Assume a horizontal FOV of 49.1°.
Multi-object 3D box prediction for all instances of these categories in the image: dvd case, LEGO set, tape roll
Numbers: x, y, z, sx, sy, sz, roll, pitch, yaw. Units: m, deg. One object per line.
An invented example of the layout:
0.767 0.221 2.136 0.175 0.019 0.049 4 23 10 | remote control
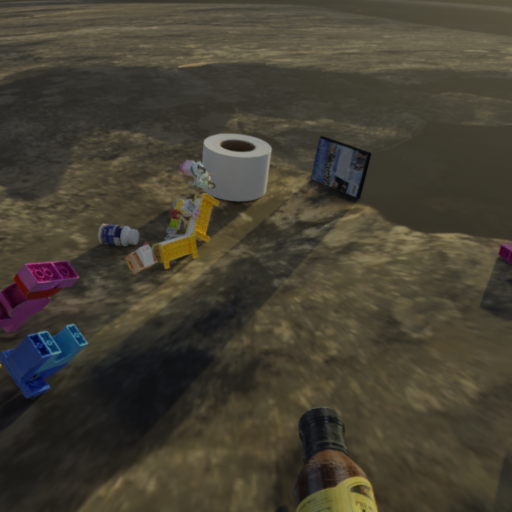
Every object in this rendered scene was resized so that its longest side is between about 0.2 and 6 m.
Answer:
1.734 -1.856 11.614 0.117 0.949 1.331 -10 30 -42 | dvd case
-1.473 -0.460 9.439 0.886 1.095 2.380 3 51 36 | LEGO set
-3.400 1.211 6.074 1.448 1.558 3.797 51 18 11 | LEGO set
-0.419 -1.817 11.426 1.381 0.948 1.381 5 30 -3 | tape roll
5.084 0.069 8.454 1.019 0.947 2.482 -15 35 -22 | LEGO set

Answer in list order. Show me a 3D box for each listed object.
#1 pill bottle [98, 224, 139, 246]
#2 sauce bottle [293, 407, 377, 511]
-2.376 -0.354 9.704 0.629 0.349 0.349 6 32 9 | pill bottle
0.706 2.331 4.896 0.758 0.758 2.342 -1 32 -2 | sauce bottle
